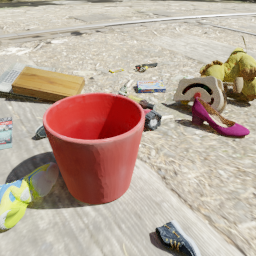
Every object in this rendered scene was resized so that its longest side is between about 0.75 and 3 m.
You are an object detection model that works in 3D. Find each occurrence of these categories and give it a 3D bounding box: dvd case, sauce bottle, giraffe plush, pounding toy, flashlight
[{"bbox_3d":[-5.073,0.233,10.421,1.482,0.223,2.030,-11,32,-16],"label":"dvd case"},{"bbox_3d":[0.554,-1.077,12.344,1.466,0.484,0.484,21,37,27],"label":"sauce bottle"},{"bbox_3d":[4.643,-2.434,13.064,2.330,2.873,2.479,-21,3,16],"label":"giraffe plush"},{"bbox_3d":[3.506,-1.309,12.028,2.743,1.568,1.574,3,-1,39],"label":"pounding toy"},{"bbox_3d":[0.456,-0.684,11.434,0.746,0.743,2.196,-36,41,-14],"label":"flashlight"}]

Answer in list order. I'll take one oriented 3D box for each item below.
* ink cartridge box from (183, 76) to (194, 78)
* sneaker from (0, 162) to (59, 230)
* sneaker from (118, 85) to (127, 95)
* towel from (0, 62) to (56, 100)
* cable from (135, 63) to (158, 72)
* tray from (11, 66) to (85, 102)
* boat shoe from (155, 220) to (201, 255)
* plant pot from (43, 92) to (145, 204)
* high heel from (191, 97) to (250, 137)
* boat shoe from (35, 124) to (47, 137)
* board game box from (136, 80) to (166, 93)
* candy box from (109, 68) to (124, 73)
[{"bbox_3d":[3.282,-2.425,14.658,0.556,0.321,0.761,-6,32,-9],"label":"ink cartridge box"},{"bbox_3d":[-2.953,1.600,7.568,1.205,0.869,2.293,14,35,22],"label":"sneaker"},{"bbox_3d":[-0.169,-1.843,13.352,0.392,0.451,1.019,28,17,2],"label":"sneaker"},{"bbox_3d":[-5.149,-2.441,13.887,2.500,0.432,2.407,9,50,8],"label":"towel"},{"bbox_3d":[1.084,-3.631,16.790,0.848,0.439,1.746,3,15,39],"label":"cable"},{"bbox_3d":[-3.673,-2.026,13.094,2.977,0.551,1.468,11,49,5],"label":"tray"},{"bbox_3d":[1.106,2.631,6.356,0.540,0.421,1.190,-14,27,-21],"label":"boat shoe"},{"bbox_3d":[-0.852,0.597,7.766,2.666,2.359,2.666,-1,32,0],"label":"plant pot"},{"bbox_3d":[3.491,-0.403,10.608,2.286,1.099,0.771,15,35,23],"label":"high heel"},{"bbox_3d":[-2.786,0.026,10.481,0.410,0.514,1.360,21,38,41],"label":"boat shoe"},{"bbox_3d":[1.154,-2.087,14.110,1.371,0.236,0.928,-2,35,-5],"label":"board game box"},{"bbox_3d":[-0.670,-3.378,16.426,0.801,0.106,0.410,-17,33,-25],"label":"candy box"}]
